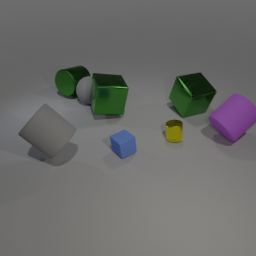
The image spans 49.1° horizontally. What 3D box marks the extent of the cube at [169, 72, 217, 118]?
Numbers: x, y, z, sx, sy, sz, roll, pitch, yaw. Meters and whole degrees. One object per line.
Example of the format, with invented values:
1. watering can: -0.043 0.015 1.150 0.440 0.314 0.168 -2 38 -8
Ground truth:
1. cube: 2.987 -1.558 13.136 1.400 1.400 1.400 -13 54 -22

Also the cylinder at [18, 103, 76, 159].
1. cylinder: -2.764 0.111 9.675 1.400 1.400 1.400 41 29 -15

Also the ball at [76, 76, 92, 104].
1. ball: -1.911 -1.906 14.153 1.400 1.400 1.400 0 31 0

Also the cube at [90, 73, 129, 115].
1. cube: -0.909 -1.562 12.861 1.400 1.400 1.400 1 34 -18

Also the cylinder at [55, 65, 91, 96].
1. cylinder: -2.922 -2.541 14.987 1.400 1.400 1.400 18 28 27

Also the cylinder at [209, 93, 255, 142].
1. cylinder: 4.190 -0.406 11.098 1.400 1.400 1.400 -43 39 1

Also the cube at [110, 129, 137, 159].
1. cube: -0.171 0.599 10.525 0.700 0.700 0.700 -26 38 -25

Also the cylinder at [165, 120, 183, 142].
1. cylinder: 1.878 0.115 11.351 0.700 0.700 0.700 -5 27 2
